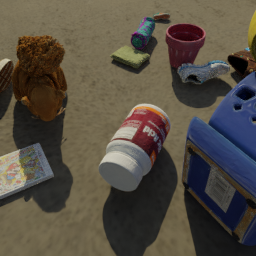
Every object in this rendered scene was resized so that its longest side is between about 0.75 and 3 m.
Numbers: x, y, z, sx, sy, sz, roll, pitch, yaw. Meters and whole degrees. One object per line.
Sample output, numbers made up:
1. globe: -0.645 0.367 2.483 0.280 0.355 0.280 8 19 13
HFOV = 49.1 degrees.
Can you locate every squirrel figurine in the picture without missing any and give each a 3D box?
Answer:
1. squirrel figurine: -2.717 -1.504 8.524 1.826 2.580 2.408 -6 33 -15

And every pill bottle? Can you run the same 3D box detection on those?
1. pill bottle: 0.209 0.479 7.495 1.275 1.275 2.234 18 48 17

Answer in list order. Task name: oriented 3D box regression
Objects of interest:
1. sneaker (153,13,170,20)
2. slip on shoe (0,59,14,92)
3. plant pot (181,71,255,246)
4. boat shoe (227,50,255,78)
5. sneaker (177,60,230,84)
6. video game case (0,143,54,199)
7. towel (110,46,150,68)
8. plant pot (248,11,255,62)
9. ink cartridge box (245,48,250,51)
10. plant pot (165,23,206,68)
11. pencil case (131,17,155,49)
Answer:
1. sneaker: 1.715 -5.770 14.337 0.883 0.315 0.353 -3 50 -1
2. slip on shoe: -4.858 -1.489 9.655 0.826 1.036 2.726 14 54 0
3. plant pot: 2.787 0.798 6.266 2.453 2.728 2.728 -29 52 -19
4. boat shoe: 4.612 -1.967 10.161 0.973 0.974 2.766 -6 38 -13
5. sneaker: 2.847 -1.967 10.422 1.901 0.713 0.824 -6 51 5
6. video game case: -2.924 1.114 7.654 1.428 0.163 1.299 -22 49 -20
7. towel: 0.079 -2.967 11.617 1.420 0.259 1.053 26 50 24
8. plant pot: 3.347 -1.920 5.845 1.947 1.947 1.382 31 51 27
9. ink cartridge box: 5.132 -2.948 11.380 0.763 0.561 0.552 -21 49 -19
10. plant pot: 2.181 -3.149 11.017 1.517 1.358 1.517 0 46 0
11. pencil case: 0.672 -4.263 12.481 0.746 0.810 1.753 -12 39 32
